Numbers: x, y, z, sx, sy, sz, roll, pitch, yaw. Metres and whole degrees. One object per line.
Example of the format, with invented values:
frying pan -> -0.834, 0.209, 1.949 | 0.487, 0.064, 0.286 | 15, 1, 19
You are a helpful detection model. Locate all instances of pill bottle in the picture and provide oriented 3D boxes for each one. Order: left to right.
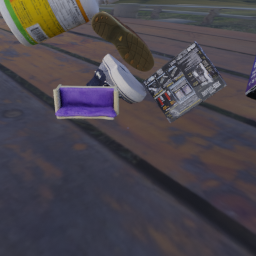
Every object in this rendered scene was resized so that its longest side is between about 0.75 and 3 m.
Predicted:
pill bottle -> -1.685, -3.303, 7.131 | 2.760, 1.533, 1.533 | -22, 29, 4

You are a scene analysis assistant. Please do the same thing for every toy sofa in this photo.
toy sofa -> -0.534, -0.351, 3.664 | 0.834, 0.346, 0.407 | 1, 26, -1

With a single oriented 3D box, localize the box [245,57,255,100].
box -> 2.817, -1.483, 4.025 | 1.142, 2.189, 1.620 | 20, -15, 2

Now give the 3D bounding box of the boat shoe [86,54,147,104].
boat shoe -> -0.274, -0.641, 4.802 | 0.652, 0.810, 1.746 | 33, 15, -25

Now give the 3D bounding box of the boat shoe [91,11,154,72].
boat shoe -> -0.042, -2.173, 6.908 | 1.851, 0.666, 0.625 | 40, 31, -14

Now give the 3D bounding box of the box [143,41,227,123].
box -> 0.827, -0.663, 4.169 | 0.981, 0.773, 0.244 | -37, -8, 22
